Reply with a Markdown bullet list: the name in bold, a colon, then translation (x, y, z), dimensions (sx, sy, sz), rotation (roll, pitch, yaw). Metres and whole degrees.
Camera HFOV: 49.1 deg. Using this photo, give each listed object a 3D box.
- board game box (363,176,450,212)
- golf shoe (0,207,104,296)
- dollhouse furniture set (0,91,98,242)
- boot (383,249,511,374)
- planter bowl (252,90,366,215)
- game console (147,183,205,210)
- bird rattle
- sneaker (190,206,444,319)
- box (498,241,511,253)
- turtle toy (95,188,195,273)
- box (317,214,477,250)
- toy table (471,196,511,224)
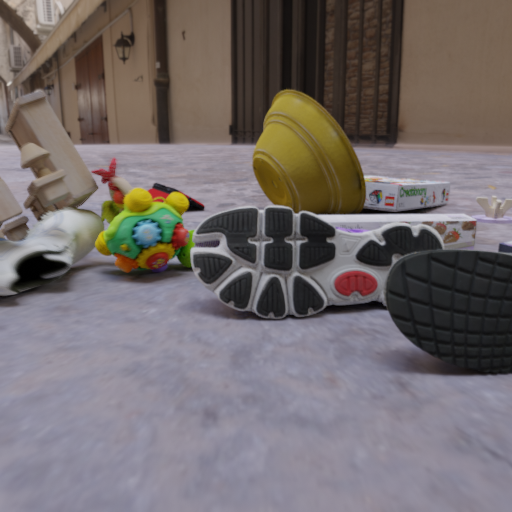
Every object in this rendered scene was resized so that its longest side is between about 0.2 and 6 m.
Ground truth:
- **board game box**: translation (3.237, -1.670, 14.477), dimensions (2.404, 0.659, 3.809), rotation (11, 13, 34)
- **golf shoe**: translation (-2.974, 0.019, 8.203), dimensions (1.218, 0.981, 2.506), rotation (15, 29, 28)
- **dollhouse furniture set**: translation (-4.475, -0.866, 8.326), dimensions (3.550, 1.733, 3.027), rotation (-33, 6, -33)
- **boot**: translation (2.742, 0.436, 6.389), dimensions (3.387, 1.147, 2.212), rotation (5, 8, -10)
- **planter bowl**: translation (0.881, -1.967, 12.918), dimensions (1.389, 3.335, 3.335), rotation (-35, 26, -15)
- **game console**: translation (-2.398, -1.303, 14.717), dimensions (1.446, 0.996, 1.678), rotation (28, -1, -31)
- **bird rattle**: translation (-2.117, -0.981, 8.792), dimensions (0.833, 1.022, 0.575), rotation (29, 36, 35)
- **sneaker**: translation (0.779, 0.151, 7.493), dimensions (3.390, 1.367, 1.414), rotation (6, -2, -15)
- **box**: translation (4.371, 0.022, 8.893), dimensions (0.717, 0.446, 0.723), rotation (-8, 16, -25)
- **turtle toy**: translation (-1.486, -0.251, 8.643), dimensions (1.853, 1.350, 0.937), rotation (2, 52, -46)
- **box**: translation (2.405, -0.414, 10.259), dimensions (3.126, 0.605, 0.648), rotation (-1, 14, -4)
- **toy table**: translation (5.515, -1.060, 12.958), dimensions (0.943, 0.553, 0.867), rotation (2, 14, 2)
